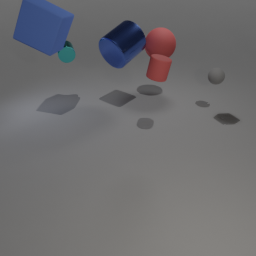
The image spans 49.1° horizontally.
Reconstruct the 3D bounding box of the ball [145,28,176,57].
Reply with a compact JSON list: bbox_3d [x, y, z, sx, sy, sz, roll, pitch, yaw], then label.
[{"bbox_3d":[1.427,-3.718,12.441,1.400,1.400,1.400,0,30,0],"label":"ball"}]

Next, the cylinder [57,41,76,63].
[{"bbox_3d":[-2.557,-3.148,11.538,0.700,0.700,0.700,-8,40,-14],"label":"cylinder"}]

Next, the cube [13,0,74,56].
[{"bbox_3d":[-2.923,-3.578,9.832,1.400,1.400,1.400,25,25,-6],"label":"cube"}]

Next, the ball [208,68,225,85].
[{"bbox_3d":[3.745,-2.195,11.870,0.700,0.700,0.700,0,30,0],"label":"ball"}]

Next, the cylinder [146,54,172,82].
[{"bbox_3d":[1.003,-1.955,9.127,0.700,0.700,0.700,10,30,-6],"label":"cylinder"}]

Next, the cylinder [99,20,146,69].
[{"bbox_3d":[-0.224,-3.357,11.285,1.400,1.400,1.400,25,59,36],"label":"cylinder"}]
